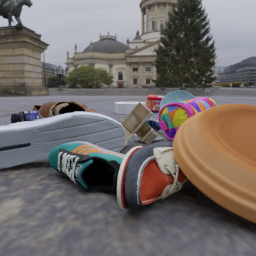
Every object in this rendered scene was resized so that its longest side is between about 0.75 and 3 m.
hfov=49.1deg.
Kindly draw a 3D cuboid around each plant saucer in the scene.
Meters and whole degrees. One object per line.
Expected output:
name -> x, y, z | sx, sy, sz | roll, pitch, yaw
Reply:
plant saucer -> 2.244, -0.940, 12.496 | 1.620, 1.620, 0.312 | 2, -27, 16
plant saucer -> 1.910, 0.295, 3.831 | 2.538, 0.475, 2.538 | 5, 30, -3

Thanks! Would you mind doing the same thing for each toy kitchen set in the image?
toy kitchen set -> 0.225, 0.116, 6.986 | 0.959, 1.176, 1.061 | 42, 11, 0

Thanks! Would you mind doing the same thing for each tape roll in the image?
tape roll -> 0.147, -1.229, 16.970 | 1.859, 0.650, 1.859 | 0, 8, 0

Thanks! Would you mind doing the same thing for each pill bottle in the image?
pill bottle -> -3.757, -0.312, 10.605 | 1.190, 0.665, 0.665 | -5, 10, -34

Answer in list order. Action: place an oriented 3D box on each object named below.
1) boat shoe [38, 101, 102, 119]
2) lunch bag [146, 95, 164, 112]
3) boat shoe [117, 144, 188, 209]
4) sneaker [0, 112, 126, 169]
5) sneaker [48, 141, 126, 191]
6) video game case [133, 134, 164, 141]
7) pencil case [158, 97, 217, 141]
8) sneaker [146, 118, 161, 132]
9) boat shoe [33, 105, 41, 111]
boat shoe -> -1.752, -0.414, 8.030 | 2.656, 1.006, 0.954 | 11, -21, 36
lunch bag -> 2.331, -1.555, 18.178 | 2.299, 1.069, 2.610 | 5, 9, 3
boat shoe -> 0.503, 0.635, 4.016 | 0.674, 0.767, 2.155 | 6, 5, 24
sneaker -> -1.549, 0.173, 5.810 | 2.973, 1.086, 1.053 | -2, 11, -16
sneaker -> -0.692, 0.594, 4.445 | 1.787, 0.638, 0.714 | 6, 6, 29
video game case -> 0.569, 0.258, 8.155 | 0.600, 0.075, 0.838 | 18, 12, 37
pencil case -> 2.017, -0.356, 9.097 | 1.238, 1.238, 2.801 | 5, 9, 32
sneaker -> 0.539, -0.110, 9.924 | 1.352, 0.507, 0.586 | 1, 3, 9
boat shoe -> -3.753, -0.655, 12.711 | 2.157, 0.758, 0.759 | 9, 11, 42
